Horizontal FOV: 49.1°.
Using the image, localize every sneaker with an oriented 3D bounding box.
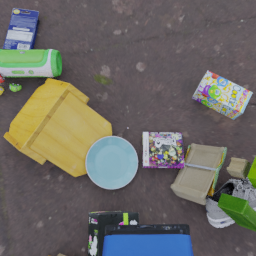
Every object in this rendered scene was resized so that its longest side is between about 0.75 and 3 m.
[{"bbox_3d":[3.831,2.107,9.180,2.920,1.091,1.197,-31,111,-7],"label":"sneaker"}]

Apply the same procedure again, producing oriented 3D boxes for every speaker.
[{"bbox_3d":[-3.814,-2.411,10.465,2.500,1.106,1.106,-1,77,0],"label":"speaker"}]

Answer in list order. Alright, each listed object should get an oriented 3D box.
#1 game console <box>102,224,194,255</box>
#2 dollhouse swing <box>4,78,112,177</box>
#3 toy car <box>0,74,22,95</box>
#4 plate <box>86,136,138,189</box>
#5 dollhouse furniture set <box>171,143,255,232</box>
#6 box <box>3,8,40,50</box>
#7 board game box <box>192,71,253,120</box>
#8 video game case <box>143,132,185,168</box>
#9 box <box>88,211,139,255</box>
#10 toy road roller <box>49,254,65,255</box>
[{"bbox_3d":[0.445,2.811,6.397,1.933,1.650,1.144,-1,65,4],"label":"game console"},{"bbox_3d":[-2.406,0.056,10.187,2.444,2.365,2.690,21,74,47],"label":"dollhouse swing"},{"bbox_3d":[-4.507,-1.542,10.470,0.989,1.051,0.234,7,45,-23],"label":"toy car"},{"bbox_3d":[-0.568,1.218,9.898,1.857,0.237,1.857,1,84,-11],"label":"plate"},{"bbox_3d":[3.135,1.809,9.132,1.497,2.983,1.954,40,71,-30],"label":"dollhouse furniture set"},{"bbox_3d":[-4.217,-3.864,11.194,1.109,0.297,1.831,8,78,2],"label":"box"},{"bbox_3d":[3.411,-1.189,10.255,1.756,0.905,0.921,28,78,6],"label":"board game box"},{"bbox_3d":[1.246,0.778,10.000,1.452,0.260,1.316,1,65,1],"label":"video game case"},{"bbox_3d":[-0.467,3.596,8.801,1.382,1.156,1.860,4,76,-23],"label":"box"},{"bbox_3d":[-2.227,5.270,8.226,1.582,1.880,2.575,20,78,5],"label":"toy road roller"}]
